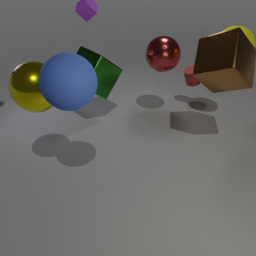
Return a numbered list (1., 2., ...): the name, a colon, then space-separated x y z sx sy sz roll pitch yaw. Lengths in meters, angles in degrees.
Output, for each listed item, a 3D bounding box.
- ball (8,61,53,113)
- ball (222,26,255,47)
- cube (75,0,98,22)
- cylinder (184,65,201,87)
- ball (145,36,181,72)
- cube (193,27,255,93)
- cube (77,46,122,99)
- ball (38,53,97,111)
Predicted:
1. ball: -2.540 -1.120 7.729 1.400 1.400 1.400 0 31 0
2. ball: 3.962 -3.058 10.411 1.400 1.400 1.400 0 31 0
3. cube: -1.852 -5.387 12.602 0.700 0.700 0.700 -27 46 30
4. cylinder: 2.908 -2.343 12.592 0.700 0.700 0.700 -13 40 11
5. ball: 1.397 -2.935 11.150 1.400 1.400 1.400 0 31 0
6. cube: 3.131 -2.104 9.031 1.400 1.400 1.400 -2 -21 45
7. cube: -1.381 -2.214 11.309 1.400 1.400 1.400 33 7 37
8. ball: -1.452 -1.119 6.840 1.400 1.400 1.400 0 31 0
